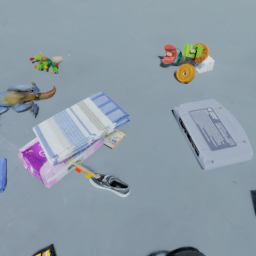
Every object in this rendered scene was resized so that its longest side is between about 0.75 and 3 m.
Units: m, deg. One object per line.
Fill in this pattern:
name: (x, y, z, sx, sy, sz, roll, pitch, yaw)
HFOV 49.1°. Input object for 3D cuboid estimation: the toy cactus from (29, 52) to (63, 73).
toy cactus: (-3.494, -2.970, 12.418, 1.541, 0.788, 1.271, 24, 41, 32)

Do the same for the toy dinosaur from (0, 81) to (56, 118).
toy dinosaur: (-4.603, -0.883, 10.449, 2.680, 1.551, 2.954, -2, 2, 20)

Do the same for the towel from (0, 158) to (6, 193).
towel: (-4.584, 1.513, 8.353, 1.789, 0.213, 1.295, -9, 46, -13)

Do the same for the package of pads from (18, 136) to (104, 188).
package of pads: (-2.058, 0.595, 8.809, 1.436, 0.902, 2.384, 31, 53, 29)

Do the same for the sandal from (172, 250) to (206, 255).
sandal: (0.633, 3.550, 6.138, 2.897, 0.693, 1.089, -18, 49, -16)

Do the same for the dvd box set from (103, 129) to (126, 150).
dvd box set: (-0.521, 0.345, 9.590, 0.566, 0.114, 0.773, 26, 52, 23)

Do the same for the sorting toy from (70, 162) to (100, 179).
sorting toy: (-1.137, 1.123, 7.251, 0.811, 1.440, 0.196, 29, 82, -6)

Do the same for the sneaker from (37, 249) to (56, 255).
sneaker: (-1.886, 3.642, 6.200, 0.766, 0.595, 1.702, -20, 46, -5)

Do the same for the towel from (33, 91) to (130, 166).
towel: (-1.240, -0.076, 7.207, 2.246, 0.267, 1.650, -31, 44, -15)

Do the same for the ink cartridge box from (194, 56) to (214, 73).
ink cartridge box: (3.405, -2.820, 12.336, 0.755, 0.485, 0.473, -17, 49, -14)

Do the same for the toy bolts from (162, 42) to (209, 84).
toy bolts: (2.496, -2.852, 12.109, 1.837, 1.754, 1.274, 21, 17, 36)

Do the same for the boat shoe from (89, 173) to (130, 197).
boat shoe: (-0.554, 1.574, 8.188, 1.324, 0.449, 0.475, 22, 50, 20)

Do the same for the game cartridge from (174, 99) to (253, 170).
game cartridge: (2.899, 0.117, 9.551, 1.844, 0.566, 2.771, -12, 48, -7)
